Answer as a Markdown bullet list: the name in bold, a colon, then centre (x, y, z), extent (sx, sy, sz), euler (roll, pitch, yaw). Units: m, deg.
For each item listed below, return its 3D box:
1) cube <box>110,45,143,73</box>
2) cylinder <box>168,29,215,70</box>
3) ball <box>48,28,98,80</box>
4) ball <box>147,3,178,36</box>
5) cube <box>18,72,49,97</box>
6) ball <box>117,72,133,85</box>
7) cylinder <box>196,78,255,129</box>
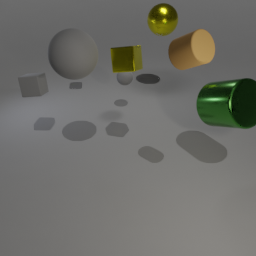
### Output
- **cube**: centre (-0.029, -2.007, 8.134), extent (0.700, 0.700, 0.700), euler (1, 18, 22)
- **cylinder**: centre (1.335, -1.635, 5.904), extent (0.700, 0.700, 0.700), euler (-23, 11, -32)
- **ball**: centre (-1.541, -2.072, 7.904), extent (1.400, 1.400, 1.400), euler (0, 32, 0)
- **ball**: centre (1.572, -4.897, 12.691), extent (1.400, 1.400, 1.400), euler (0, 32, 0)
- **cube**: centre (-3.265, -1.500, 9.708), extent (0.700, 0.700, 0.700), euler (-3, 20, 8)
- **ball**: centre (-0.137, -2.165, 11.921), extent (0.700, 0.700, 0.700), euler (0, 32, 0)
- **cylinder**: centre (3.006, -0.712, 8.290), extent (1.400, 1.400, 1.400), euler (-16, 10, -23)
